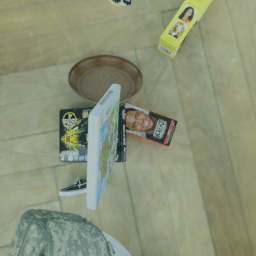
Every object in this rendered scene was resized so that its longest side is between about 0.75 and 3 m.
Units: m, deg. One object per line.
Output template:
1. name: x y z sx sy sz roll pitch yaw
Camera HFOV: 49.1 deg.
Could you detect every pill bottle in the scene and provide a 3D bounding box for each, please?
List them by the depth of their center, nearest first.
1. pill bottle: -1.246 4.747 8.508 1.670 1.670 2.790 39 86 3

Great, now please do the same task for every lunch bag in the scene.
1. lunch bag: -1.483 2.834 6.523 1.992 1.671 1.388 26 83 -41

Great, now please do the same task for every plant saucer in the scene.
1. plant saucer: -0.721 -1.508 9.143 2.441 0.446 2.441 2 51 -3

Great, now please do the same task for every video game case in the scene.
1. video game case: -0.568 0.368 6.888 0.265 2.186 2.401 9 116 7

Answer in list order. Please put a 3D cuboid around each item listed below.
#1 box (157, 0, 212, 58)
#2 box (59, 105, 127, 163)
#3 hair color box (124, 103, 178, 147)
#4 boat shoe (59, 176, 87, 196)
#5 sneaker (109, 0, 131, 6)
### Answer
1. box: 2.097 -3.845 9.488 0.723 1.085 2.884 33 88 3
2. box: -1.162 0.224 9.143 2.224 0.546 1.793 -1 88 17
3. hair color box: 0.638 -0.096 9.430 1.843 0.564 0.936 19 87 3
4. boat shoe: -1.546 1.884 9.280 1.514 0.559 0.517 -10 89 -1
5. sneaker: -0.365 -3.335 7.178 0.441 0.976 0.381 12 96 39
